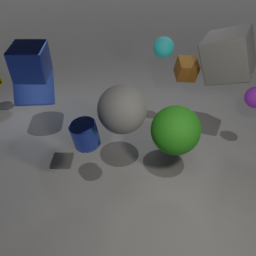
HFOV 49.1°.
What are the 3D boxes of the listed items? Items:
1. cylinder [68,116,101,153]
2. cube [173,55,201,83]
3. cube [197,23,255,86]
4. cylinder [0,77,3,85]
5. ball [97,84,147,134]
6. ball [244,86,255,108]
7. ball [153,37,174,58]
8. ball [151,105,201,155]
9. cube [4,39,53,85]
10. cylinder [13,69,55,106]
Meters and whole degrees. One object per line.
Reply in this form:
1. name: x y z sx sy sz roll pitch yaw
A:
1. cylinder: -1.113 0.168 7.259 0.700 0.700 0.700 -7 40 6
2. cube: 2.109 -2.125 10.095 0.700 0.700 0.700 0 53 -8
3. cube: 3.196 -2.322 8.935 1.400 1.400 1.400 1 35 33
4. cylinder: -5.782 -2.090 11.861 0.700 0.700 0.700 -18 28 10
5. ball: -0.167 -0.519 7.860 1.400 1.400 1.400 0 31 0
6. ball: 4.148 -0.996 9.089 0.700 0.700 0.700 0 31 0
7. ball: 1.201 -2.711 9.427 0.700 0.700 0.700 0 31 0
8. ball: 1.336 0.061 7.861 1.400 1.400 1.400 0 31 0
9. cube: -2.031 -1.375 5.815 0.700 0.700 0.700 0 41 0
10. cylinder: -3.369 -1.507 10.021 1.400 1.400 1.400 -2 5 0
